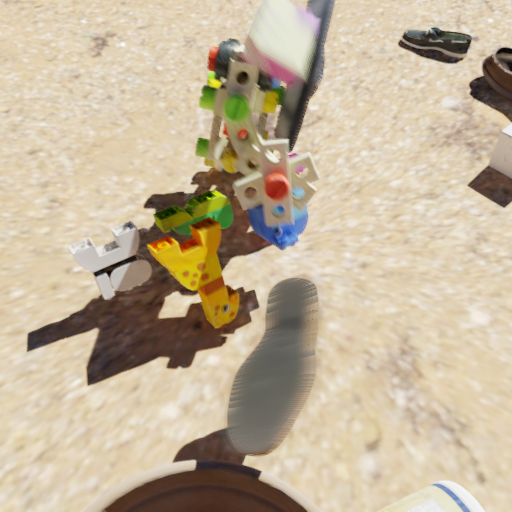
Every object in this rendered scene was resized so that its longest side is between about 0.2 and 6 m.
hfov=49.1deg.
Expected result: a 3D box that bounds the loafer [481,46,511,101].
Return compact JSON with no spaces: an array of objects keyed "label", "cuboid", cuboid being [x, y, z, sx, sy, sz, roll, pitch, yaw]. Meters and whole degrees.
[{"label":"loafer","cuboid":[6.036,-3.501,11.041,3.168,1.124,1.157,36,59,27]}]

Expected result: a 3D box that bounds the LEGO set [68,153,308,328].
[{"label":"LEGO set","cuboid":[-0.499,-0.001,8.022,3.715,1.524,1.417,-25,32,-19]}]

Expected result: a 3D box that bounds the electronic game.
[{"label":"electronic game","cuboid":[0.782,-2.860,8.673,0.533,2.564,2.564,14,50,-2]}]

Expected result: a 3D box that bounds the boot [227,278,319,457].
[{"label":"boot","cuboid":[0.303,1.215,5.756,0.777,0.796,2.110,3,40,19]}]

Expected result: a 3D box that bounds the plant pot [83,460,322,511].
[{"label":"plant pot","cuboid":[-0.490,3.511,4.948,2.996,1.383,2.996,0,50,0]}]

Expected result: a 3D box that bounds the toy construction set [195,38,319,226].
[{"label":"toy construction set","cuboid":[-0.174,-1.884,8.224,1.610,2.292,3.496,6,24,-16]}]

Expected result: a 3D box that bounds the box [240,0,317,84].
[{"label":"box","cuboid":[0.277,-2.648,6.828,0.694,0.381,0.789,23,71,-17]}]

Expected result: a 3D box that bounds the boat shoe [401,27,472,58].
[{"label":"boat shoe","cuboid":[4.092,-4.951,12.697,1.569,0.473,0.593,18,52,15]}]

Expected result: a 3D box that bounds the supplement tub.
[{"label":"supplement tub","cuboid":[1.570,3.013,5.585,1.453,1.049,1.049,-19,52,-15]}]

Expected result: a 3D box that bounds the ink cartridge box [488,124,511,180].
[{"label":"ink cartridge box","cuboid":[4.850,-1.943,9.941,1.090,0.800,0.796,-35,58,-25]}]
